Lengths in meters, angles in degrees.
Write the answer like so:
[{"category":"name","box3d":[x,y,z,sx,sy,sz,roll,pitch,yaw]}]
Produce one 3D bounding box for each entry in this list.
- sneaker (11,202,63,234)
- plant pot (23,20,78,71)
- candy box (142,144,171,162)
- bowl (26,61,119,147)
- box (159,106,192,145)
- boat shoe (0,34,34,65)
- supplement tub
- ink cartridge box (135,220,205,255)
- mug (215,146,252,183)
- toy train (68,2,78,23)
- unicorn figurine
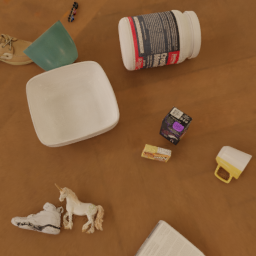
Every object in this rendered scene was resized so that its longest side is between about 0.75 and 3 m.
[{"category":"sneaker","box3d":[-2.878,2.848,9.049,1.563,0.587,0.898,12,67,-1]},{"category":"plant pot","box3d":[-2.829,-2.963,10.788,1.828,1.828,1.467,-49,115,-17]},{"category":"candy box","box3d":[0.986,0.892,9.783,0.925,0.534,0.256,14,58,-4]},{"category":"bowl","box3d":[-1.960,-0.800,10.271,2.966,1.107,2.962,-19,69,-7]},{"category":"box","box3d":[1.651,-0.047,9.843,0.795,1.300,0.690,36,72,14]},{"category":"boat shoe","box3d":[-4.969,-3.248,11.375,2.875,0.927,1.024,1,67,1]},{"category":"supplement tub","box3d":[1.158,-3.407,10.854,2.835,1.989,1.989,-10,68,-3]},{"category":"ink cartridge box","box3d":[1.403,4.334,8.530,2.383,0.597,1.933,39,72,4]},{"category":"mug","box3d":[3.506,1.177,9.592,0.944,0.921,1.150,33,65,21]},{"category":"toy train","box3d":[-2.461,-5.208,12.604,0.269,0.200,1.175,15,67,-7]},{"category":"unicorn figurine","box3d":[-1.660,2.677,9.125,1.839,0.679,1.263,16,69,-13]}]
